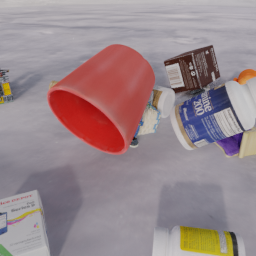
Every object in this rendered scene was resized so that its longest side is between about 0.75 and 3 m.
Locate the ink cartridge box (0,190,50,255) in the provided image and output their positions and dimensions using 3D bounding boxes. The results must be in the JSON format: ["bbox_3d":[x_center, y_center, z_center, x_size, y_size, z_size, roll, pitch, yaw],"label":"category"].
[{"bbox_3d":[-2.266,2.136,5.631,1.183,0.713,1.629,-11,30,-17],"label":"ink cartridge box"}]

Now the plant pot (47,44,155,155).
[{"bbox_3d":[-0.532,-0.910,7.738,2.552,2.552,2.258,19,60,29],"label":"plant pot"}]

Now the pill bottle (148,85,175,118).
[{"bbox_3d":[0.731,-1.169,10.981,1.978,1.131,1.131,18,34,29],"label":"pill bottle"}]

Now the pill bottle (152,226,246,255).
[{"bbox_3d":[1.240,2.300,5.152,1.570,0.897,0.897,5,30,8],"label":"pill bottle"}]

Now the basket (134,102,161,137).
[{"bbox_3d":[0.090,-0.459,9.625,1.770,1.231,1.560,-2,28,-22],"label":"basket"}]

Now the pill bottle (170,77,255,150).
[{"bbox_3d":[2.746,-0.463,8.266,2.695,1.496,1.496,-24,20,26],"label":"pill bottle"}]

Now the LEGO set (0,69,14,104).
[{"bbox_3d":[-5.980,-1.928,12.023,1.860,1.401,2.418,-13,32,-21],"label":"LEGO set"}]

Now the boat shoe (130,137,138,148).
[{"bbox_3d":[-0.082,0.304,9.216,0.390,0.322,1.041,-23,37,-34],"label":"boat shoe"}]

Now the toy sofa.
[{"bbox_3d":[3.259,0.006,9.161,1.062,0.901,2.177,-6,30,-13],"label":"toy sofa"}]

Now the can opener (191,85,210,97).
[{"bbox_3d":[3.292,-1.717,12.802,0.496,0.393,1.492,-21,7,45],"label":"can opener"}]

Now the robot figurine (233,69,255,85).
[{"bbox_3d":[5.511,-2.117,12.827,1.197,0.970,1.664,30,34,5],"label":"robot figurine"}]

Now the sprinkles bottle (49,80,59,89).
[{"bbox_3d":[-2.442,-1.684,12.318,1.990,0.679,0.679,8,31,13],"label":"sprinkles bottle"}]

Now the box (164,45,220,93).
[{"bbox_3d":[2.909,-2.651,12.663,1.563,1.579,1.904,-5,20,46],"label":"box"}]
